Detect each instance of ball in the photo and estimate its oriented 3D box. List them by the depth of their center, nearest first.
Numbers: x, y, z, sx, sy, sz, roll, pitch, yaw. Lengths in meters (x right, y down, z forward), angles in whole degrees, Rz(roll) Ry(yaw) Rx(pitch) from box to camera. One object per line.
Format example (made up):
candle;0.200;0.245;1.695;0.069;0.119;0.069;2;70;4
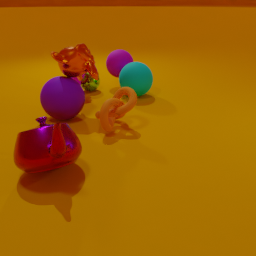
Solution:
ball;-1.755;-0.803;7.544;1.174;1.174;1.174;0;26;0
ball;0.263;-1.601;9.214;1.123;1.123;1.123;0;26;0
ball;-1.336;-1.651;9.832;0.714;0.714;0.714;0;26;0
ball;-0.288;-2.286;9.980;0.984;0.984;0.984;0;26;0

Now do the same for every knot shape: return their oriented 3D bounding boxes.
knot shape;-0.275;-0.518;7.005;0.586;1.187;1.269;44;6;-4

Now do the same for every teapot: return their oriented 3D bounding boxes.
teapot;-1.475;0.269;5.132;1.236;0.973;1.987;-13;2;-30

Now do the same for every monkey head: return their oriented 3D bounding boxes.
monkey head;-1.308;-1.600;7.331;0.924;1.103;1.533;-29;-19;8

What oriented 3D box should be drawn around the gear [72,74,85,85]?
gear;-1.745;-1.869;9.455;0.252;1.364;1.364;17;18;-26
